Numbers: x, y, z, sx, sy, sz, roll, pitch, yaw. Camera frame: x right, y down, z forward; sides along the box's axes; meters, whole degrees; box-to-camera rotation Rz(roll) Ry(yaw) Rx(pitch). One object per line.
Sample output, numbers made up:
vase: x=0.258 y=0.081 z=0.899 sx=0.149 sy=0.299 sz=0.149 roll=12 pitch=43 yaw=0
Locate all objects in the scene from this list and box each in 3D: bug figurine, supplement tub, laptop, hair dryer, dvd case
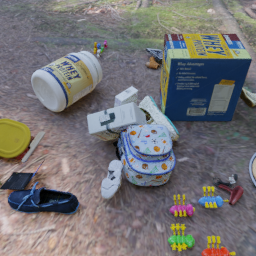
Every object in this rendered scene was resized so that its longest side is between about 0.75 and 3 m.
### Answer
bug figurine: x=2.034 y=2.759 z=7.967 sx=1.750 sy=0.581 sz=2.256 roll=1 pitch=47 yaw=10
supplement tub: x=-2.578 y=-2.098 z=12.185 sx=1.907 sy=1.907 sz=2.642 roll=28 pitch=50 yaw=27
laptop: x=-3.393 y=1.488 z=9.077 sx=1.177 sy=0.608 sz=1.043 roll=2 pitch=21 yaw=2
hair dryer: x=3.277 y=2.015 z=9.061 sx=0.847 sy=0.302 sz=1.112 roll=-14 pitch=38 yaw=11
dvd case: x=1.731 y=-3.965 z=15.256 sx=1.032 sy=0.170 sz=1.373 roll=-4 pitch=38 yaw=-34

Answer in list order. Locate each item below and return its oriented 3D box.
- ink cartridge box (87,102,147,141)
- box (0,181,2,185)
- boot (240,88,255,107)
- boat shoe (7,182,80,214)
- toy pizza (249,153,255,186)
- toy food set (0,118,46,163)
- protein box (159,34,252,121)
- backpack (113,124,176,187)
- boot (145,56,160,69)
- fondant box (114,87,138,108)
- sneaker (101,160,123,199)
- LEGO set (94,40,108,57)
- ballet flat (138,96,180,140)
ink cartridge box: x=-0.367 y=-0.171 z=10.087 sx=1.815 sy=1.330 sz=0.754 roll=-14 pitch=71 yaw=19
box: x=-5.879 y=1.294 z=8.827 sx=2.494 sy=1.521 sz=2.402 roll=-31 pitch=51 yaw=-30
boot: x=5.620 y=-1.469 z=12.621 sx=0.904 sy=0.421 sz=1.169 roll=-12 pitch=50 yaw=-12
boat shoe: x=-2.593 y=2.065 z=8.549 sx=2.217 sy=0.761 sz=0.933 roll=-2 pitch=43 yaw=2
toy pizza: x=5.581 y=1.573 z=9.312 sx=2.889 sy=0.458 sz=2.889 roll=0 pitch=43 yaw=0
toy food set: x=-4.128 y=0.541 z=10.328 sx=2.370 sy=0.774 sz=1.394 roll=17 pitch=70 yaw=20
protein box: x=2.873 y=-1.996 z=11.316 sx=2.920 sy=2.941 sz=1.984 roll=0 pitch=43 yaw=0
backpack: x=0.671 y=0.895 z=9.334 sx=2.089 sy=1.610 sz=1.990 roll=-5 pitch=53 yaw=-9
boot: x=1.402 y=-3.435 z=14.834 sx=0.675 sy=0.322 sz=0.873 roll=22 pitch=56 yaw=21
fondant box: x=-0.105 y=-0.892 z=11.241 sx=0.388 sy=1.331 sz=0.960 roll=38 pitch=54 yaw=24
sneaker: x=-0.480 y=1.752 z=8.773 sx=0.525 sy=0.804 sz=1.398 roll=10 pitch=44 yaw=7
LEGO set: x=-1.645 y=-4.634 z=15.908 sx=0.535 sy=0.575 sz=1.402 roll=11 pitch=44 yaw=12
ballet flat: x=1.105 y=-0.260 z=11.093 sx=0.980 sy=0.980 sz=2.732 roll=-13 pitch=39 yaw=-13
